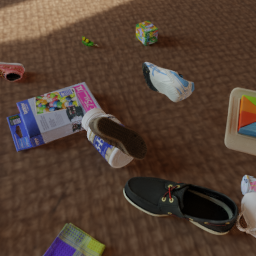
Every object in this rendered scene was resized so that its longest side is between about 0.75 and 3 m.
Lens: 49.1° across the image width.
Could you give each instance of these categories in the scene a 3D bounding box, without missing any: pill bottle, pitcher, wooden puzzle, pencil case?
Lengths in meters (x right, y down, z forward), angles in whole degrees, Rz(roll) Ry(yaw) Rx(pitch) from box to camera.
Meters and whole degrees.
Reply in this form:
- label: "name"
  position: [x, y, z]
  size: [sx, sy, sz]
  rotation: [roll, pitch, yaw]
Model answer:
- label: "pill bottle"
  position: [-0.580, 0.229, 8.375]
  size: [1.072, 1.072, 1.792]
  rotation: [-31, 56, -24]
- label: "pitcher"
  position: [3.074, 2.136, 6.992]
  size: [0.894, 0.632, 1.042]
  rotation: [22, 54, -14]
- label: "wooden puzzle"
  position: [4.577, -0.212, 9.131]
  size: [2.528, 0.509, 2.733]
  rotation: [15, 51, 12]
- label: "pencil case"
  position: [3.709, 1.636, 7.549]
  size: [1.227, 0.510, 0.557]
  rotation: [10, 44, 8]

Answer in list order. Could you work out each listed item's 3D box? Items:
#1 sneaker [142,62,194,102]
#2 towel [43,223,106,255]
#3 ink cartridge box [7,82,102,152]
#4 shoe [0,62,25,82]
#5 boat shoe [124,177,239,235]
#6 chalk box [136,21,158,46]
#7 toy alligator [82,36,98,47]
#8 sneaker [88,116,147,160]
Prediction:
- label: "sneaker"
  position: [1.100, -1.418, 8.229]
  size: [0.764, 0.758, 2.108]
  rotation: [-25, 42, -18]
- label: "towel"
  position: [-1.447, 3.161, 6.445]
  size: [1.234, 0.196, 1.718]
  rotation: [25, 54, 21]
- label: "ink cartridge box"
  position: [-2.460, -0.446, 9.308]
  size: [2.929, 0.615, 1.748]
  rotation: [-22, 52, -16]
- label: "shoe"
  position: [-4.766, -2.156, 10.787]
  size: [1.448, 0.517, 0.659]
  rotation: [-2, 45, -7]
- label: "boat shoe"
  position: [1.288, 1.796, 7.175]
  size: [2.931, 0.918, 1.072]
  rotation: [16, 52, 15]
- label: "chalk box"
  position: [0.893, -4.150, 12.403]
  size: [0.671, 0.666, 1.074]
  rotation: [-25, 54, -19]
- label: "toy alligator"
  position: [-1.723, -3.711, 12.303]
  size: [1.043, 0.309, 0.283]
  rotation: [37, 100, 26]
- label: "sneaker"
  position: [-0.214, 0.201, 6.331]
  size: [0.581, 1.539, 0.542]
  rotation: [2, 59, 56]
